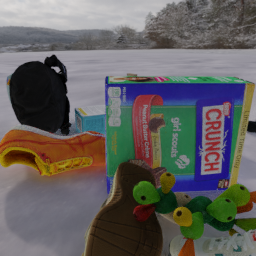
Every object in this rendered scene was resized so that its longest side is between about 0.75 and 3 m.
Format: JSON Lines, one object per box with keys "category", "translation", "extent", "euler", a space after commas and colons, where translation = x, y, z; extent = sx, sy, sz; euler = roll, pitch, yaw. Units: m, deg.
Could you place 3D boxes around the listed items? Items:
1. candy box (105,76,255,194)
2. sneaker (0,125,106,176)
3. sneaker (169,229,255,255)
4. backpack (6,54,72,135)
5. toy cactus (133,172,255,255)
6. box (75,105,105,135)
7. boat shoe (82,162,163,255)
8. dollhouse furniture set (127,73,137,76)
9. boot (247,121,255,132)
{"category": "candy box", "translation": [0.863, 0.119, 5.465], "extent": [2.599, 2.198, 1.001], "euler": [-2, 21, -5]}
{"category": "sneaker", "translation": [-1.432, 0.653, 6.261], "extent": [2.794, 1.020, 1.078], "euler": [2, 48, -2]}
{"category": "sneaker", "translation": [1.452, 1.492, 3.473], "extent": [1.864, 0.871, 0.656], "euler": [9, 21, 23]}
{"category": "backpack", "translation": [-2.844, -1.093, 9.186], "extent": [1.834, 2.418, 2.897], "euler": [-7, 14, -8]}
{"category": "toy cactus", "translation": [0.954, 1.259, 3.989], "extent": [2.133, 1.091, 1.760], "euler": [9, -15, -17]}
{"category": "box", "translation": [-0.191, -0.346, 9.190], "extent": [2.897, 0.712, 1.192], "euler": [-7, 20, -21]}
{"category": "boat shoe", "translation": [-0.066, 1.449, 4.007], "extent": [0.944, 0.807, 2.574], "euler": [25, 24, 1]}
{"category": "dollhouse furniture set", "translation": [0.950, -2.568, 15.445], "extent": [1.973, 0.963, 1.682], "euler": [-14, 23, -34]}
{"category": "boot", "translation": [4.146, -0.128, 9.101], "extent": [0.914, 0.349, 0.768], "euler": [16, 27, 22]}
